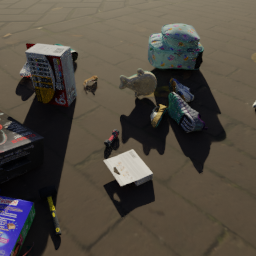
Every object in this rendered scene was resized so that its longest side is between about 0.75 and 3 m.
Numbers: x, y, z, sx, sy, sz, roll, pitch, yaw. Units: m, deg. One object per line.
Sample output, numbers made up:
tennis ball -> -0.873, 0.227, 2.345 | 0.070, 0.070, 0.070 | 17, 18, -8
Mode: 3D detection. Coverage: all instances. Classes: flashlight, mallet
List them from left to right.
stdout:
mallet -> -2.164, 2.264, 7.712 | 0.528, 0.330, 1.602 | -10, 43, -13
flashlight -> -0.599, 0.347, 10.152 | 0.268, 0.269, 0.791 | 19, 41, 22

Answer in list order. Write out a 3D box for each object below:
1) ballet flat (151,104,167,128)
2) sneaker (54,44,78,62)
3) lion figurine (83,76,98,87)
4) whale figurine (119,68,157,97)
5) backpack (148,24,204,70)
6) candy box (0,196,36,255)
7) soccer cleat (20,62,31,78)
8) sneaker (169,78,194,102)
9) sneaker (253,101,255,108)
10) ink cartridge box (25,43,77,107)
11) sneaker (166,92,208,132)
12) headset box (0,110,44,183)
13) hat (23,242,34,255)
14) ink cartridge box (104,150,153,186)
ballet flat -> 1.125, -0.495, 11.024 | 0.466, 0.507, 1.478 | 33, 35, 3
sneaker -> -3.890, -3.915, 15.063 | 1.291, 0.894, 2.138 | 31, 40, 27
lion figurine -> -1.834, -2.276, 13.483 | 0.879, 0.319, 0.538 | -18, 35, -16
whale figurine -> 0.423, -2.022, 12.368 | 1.658, 1.319, 0.860 | 1, 29, -7
backpack -> 2.364, -4.173, 14.555 | 2.702, 2.072, 2.376 | -7, 44, 0
candy box -> -3.230, 2.517, 6.986 | 1.312, 0.598, 1.552 | 11, 40, 0
soccer cleat -> -4.804, -3.392, 14.304 | 0.842, 1.045, 2.453 | 10, 39, 12
sneaker -> 2.380, -1.662, 12.563 | 0.698, 0.596, 1.584 | -5, 46, -19
sneaker -> 5.557, -1.142, 11.854 | 1.004, 0.407, 0.377 | -29, 13, -36
ink cartridge box -> -3.377, -2.223, 11.757 | 2.051, 2.336, 0.980 | 9, 40, 13
sneaker -> 2.279, -0.596, 11.138 | 0.976, 0.829, 2.229 | 6, 40, -25
headset box -> -4.243, 0.598, 8.791 | 2.946, 1.105, 2.189 | 27, 31, 30
hat -> -2.710, 3.320, 6.363 | 1.087, 0.900, 0.957 | -5, 3, -13
ink cartridge box -> -0.013, 1.319, 8.891 | 1.120, 0.284, 1.271 | -18, 41, -22
